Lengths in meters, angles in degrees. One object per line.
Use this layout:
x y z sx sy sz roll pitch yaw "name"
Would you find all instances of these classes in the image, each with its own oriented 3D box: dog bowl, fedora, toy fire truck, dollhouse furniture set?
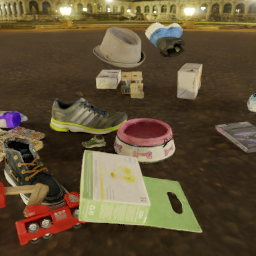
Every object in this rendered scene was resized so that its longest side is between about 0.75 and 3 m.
0.525 0.315 8.926 1.987 0.733 1.987 0 25 0 "dog bowl"
-0.344 -3.833 12.812 2.276 1.162 2.574 -20 49 -31 "fedora"
-1.915 1.625 5.858 1.942 0.473 1.370 -12 46 -25 "toy fire truck"
0.184 -1.880 13.797 1.042 1.048 1.487 -1 54 -2 "dollhouse furniture set"

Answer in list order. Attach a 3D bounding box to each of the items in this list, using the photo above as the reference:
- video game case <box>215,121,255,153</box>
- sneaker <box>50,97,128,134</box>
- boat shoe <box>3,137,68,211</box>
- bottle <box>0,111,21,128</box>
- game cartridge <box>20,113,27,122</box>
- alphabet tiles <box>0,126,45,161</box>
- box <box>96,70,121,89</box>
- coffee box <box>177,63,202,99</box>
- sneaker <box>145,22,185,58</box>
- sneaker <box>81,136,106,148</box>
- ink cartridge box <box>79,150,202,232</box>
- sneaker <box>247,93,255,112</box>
4.132 0.262 9.717 1.376 0.183 1.927 -6 26 -13 "video game case"
-1.448 -0.488 10.149 2.882 1.166 1.065 0 24 1 "sneaker"
-2.339 1.069 6.783 2.473 1.122 0.875 21 32 38 "boat shoe"
-4.949 -0.319 10.400 1.817 0.593 0.759 0 12 10 "bottle"
-4.593 -0.423 11.209 0.691 0.216 1.038 -27 36 -38 "game cartridge"
-4.028 0.494 9.204 2.381 0.174 2.329 13 27 27 "alphabet tiles"
-1.068 -2.798 15.924 1.148 0.592 1.969 2 25 4 "box"
3.163 -2.443 14.291 0.921 1.321 2.311 7 24 18 "coffee box"
1.739 -3.366 10.966 1.334 0.920 2.397 55 33 9 "sneaker"
-1.128 0.419 9.140 0.812 0.360 0.312 -5 25 -10 "sneaker"
0.242 1.339 6.201 2.561 0.614 1.863 8 23 -11 "ink cartridge box"
5.830 -1.306 12.533 0.708 0.714 1.971 13 26 28 "sneaker"
